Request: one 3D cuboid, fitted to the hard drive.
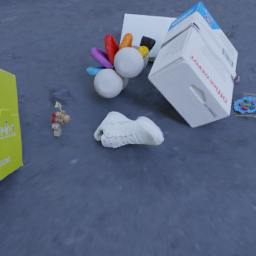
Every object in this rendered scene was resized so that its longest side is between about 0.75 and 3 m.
[{"bbox_3d":[1.218,-3.464,10.873,2.950,0.394,1.946,6,69,4],"label":"hard drive"}]

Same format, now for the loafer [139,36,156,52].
[{"bbox_3d":[0.389,-2.602,9.787,0.543,1.523,0.556,40,40,0],"label":"loafer"}]

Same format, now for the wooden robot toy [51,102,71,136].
[{"bbox_3d":[-1.798,-0.212,7.625,0.446,0.983,0.433,12,16,10],"label":"wooden robot toy"}]

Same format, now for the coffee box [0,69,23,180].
[{"bbox_3d":[-3.704,-0.042,5.791,2.313,2.339,2.335,-3,4,-5],"label":"coffee box"}]

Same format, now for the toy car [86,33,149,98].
[{"bbox_3d":[-0.423,-1.976,8.495,1.529,2.039,1.785,45,20,-7],"label":"toy car"}]

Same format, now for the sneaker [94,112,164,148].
[{"bbox_3d":[-0.019,0.214,7.144,2.125,0.796,1.058,11,49,47],"label":"sneaker"}]

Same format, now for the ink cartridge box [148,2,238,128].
[{"bbox_3d":[2.014,-1.852,8.154,1.256,2.174,2.979,-23,32,43],"label":"ink cartridge box"}]

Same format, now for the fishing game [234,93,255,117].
[{"bbox_3d":[3.666,-0.750,8.608,0.817,0.177,1.141,9,47,36],"label":"fishing game"}]

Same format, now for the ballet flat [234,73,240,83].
[{"bbox_3d":[3.571,-1.979,9.909,0.352,0.363,1.019,-23,48,-15],"label":"ballet flat"}]
